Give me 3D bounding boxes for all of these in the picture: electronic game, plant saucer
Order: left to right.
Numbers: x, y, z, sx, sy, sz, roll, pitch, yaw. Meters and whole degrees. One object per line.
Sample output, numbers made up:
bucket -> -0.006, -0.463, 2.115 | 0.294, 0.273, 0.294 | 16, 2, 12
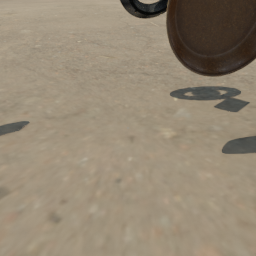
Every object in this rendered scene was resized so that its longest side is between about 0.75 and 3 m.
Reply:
electronic game -> 0.716, -3.987, 7.559 | 2.155, 2.155, 0.448 | -13, 53, -21
plant saucer -> 1.756, -2.156, 5.123 | 2.417, 2.417, 0.442 | -7, 34, -13
